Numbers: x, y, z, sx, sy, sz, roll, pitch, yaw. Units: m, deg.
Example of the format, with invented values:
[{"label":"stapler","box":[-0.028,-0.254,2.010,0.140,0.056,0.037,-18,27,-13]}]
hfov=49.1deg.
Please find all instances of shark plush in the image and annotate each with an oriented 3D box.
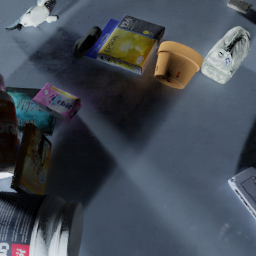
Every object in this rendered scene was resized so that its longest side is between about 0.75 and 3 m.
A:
[{"label":"shark plush","box":[-3.925,-4.581,11.672,2.372,1.078,0.988,-42,46,0]}]

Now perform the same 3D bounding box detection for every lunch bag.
[{"label":"lunch bag","box":[3.495,-2.617,9.881,1.173,1.412,1.683,35,66,18]}]

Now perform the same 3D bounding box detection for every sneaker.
[{"label":"sneaker","box":[-1.489,-2.907,9.737,0.544,1.434,0.651,34,35,-23]}]

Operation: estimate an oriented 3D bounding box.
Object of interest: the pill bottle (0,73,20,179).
[{"label":"pill bottle","box":[-3.948,-0.067,7.821,1.633,1.633,2.911,-12,78,-7]}]

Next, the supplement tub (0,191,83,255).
[{"label":"supplement tub","box":[-2.514,2.482,6.678,2.599,1.824,1.824,4,60,3]}]

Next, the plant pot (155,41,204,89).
[{"label":"plant pot","box":[1.615,-2.058,9.556,1.579,1.579,1.105,24,89,13]}]

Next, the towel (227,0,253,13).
[{"label":"towel","box":[4.867,-5.355,12.212,0.947,0.163,0.628,36,68,19]}]

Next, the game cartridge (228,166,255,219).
[{"label":"game cartridge","box":[3.717,1.890,7.926,1.017,0.312,1.528,-27,63,-11]}]

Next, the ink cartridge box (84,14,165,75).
[{"label":"ink cartridge box","box":[-0.114,-3.381,10.848,2.447,0.575,2.418,22,62,10]}]

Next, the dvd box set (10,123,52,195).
[{"label":"dvd box set","box":[-2.632,0.979,7.817,0.271,1.347,1.841,-4,59,10]}]

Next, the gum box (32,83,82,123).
[{"label":"gum box","box":[-2.221,-0.780,8.961,1.380,0.456,0.783,26,62,14]}]

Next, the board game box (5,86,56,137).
[{"label":"board game box","box":[-3.616,-0.608,9.329,2.516,0.354,1.702,4,60,2]}]
